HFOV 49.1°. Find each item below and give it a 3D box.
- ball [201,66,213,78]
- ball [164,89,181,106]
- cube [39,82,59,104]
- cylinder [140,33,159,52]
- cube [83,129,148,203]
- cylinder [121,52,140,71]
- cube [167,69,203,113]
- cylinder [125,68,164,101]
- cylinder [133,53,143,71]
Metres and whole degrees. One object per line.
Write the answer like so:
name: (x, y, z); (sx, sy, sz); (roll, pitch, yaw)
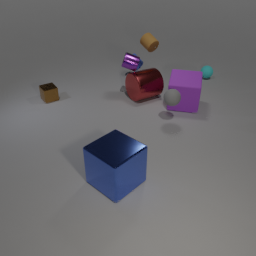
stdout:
ball: (4.462, -3.182, 15.870); (0.700, 0.700, 0.700); (0, 33, 0)
ball: (1.799, -1.240, 11.402); (0.700, 0.700, 0.700); (0, 33, 0)
cube: (-3.858, -1.717, 13.689); (0.700, 0.700, 0.700); (-20, 41, -29)
cylinder: (1.079, -4.293, 14.060); (0.700, 0.700, 0.700); (-24, 64, -32)
cube: (-0.377, 1.123, 8.644); (1.400, 1.400, 1.400); (27, 41, 35)
cylinder: (0.122, -3.094, 13.110); (0.700, 0.700, 0.700); (18, 32, -8)
cube: (2.600, -1.703, 12.860); (1.400, 1.400, 1.400); (7, 43, 11)
cylinder: (0.794, -2.133, 13.709); (1.400, 1.400, 1.400); (-18, 37, -26)
cylinder: (0.378, -3.695, 15.728); (0.700, 0.700, 0.700); (-36, 29, 24)
